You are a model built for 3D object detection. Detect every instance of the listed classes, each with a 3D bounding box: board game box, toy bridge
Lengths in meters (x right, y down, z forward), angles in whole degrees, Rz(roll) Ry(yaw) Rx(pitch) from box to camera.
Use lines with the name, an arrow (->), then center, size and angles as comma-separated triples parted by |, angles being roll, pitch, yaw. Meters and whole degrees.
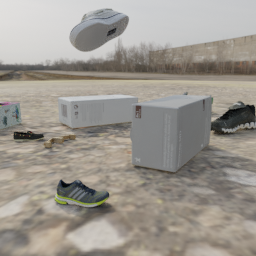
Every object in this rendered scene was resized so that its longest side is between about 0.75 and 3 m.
board game box -> -5.667, -0.387, 10.269 | 2.106, 0.917, 2.854 | 2, 13, 12
toy bridge -> -2.129, 0.369, 8.518 | 0.399, 0.161, 1.186 | 4, 13, 31

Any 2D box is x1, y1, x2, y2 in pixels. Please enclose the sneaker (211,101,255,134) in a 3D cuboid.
sneaker -> 3.760, -0.423, 10.020 | 2.352, 1.064, 0.782 | -7, 13, -30

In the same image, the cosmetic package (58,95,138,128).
cosmetic package -> -1.202, -0.758, 11.543 | 2.970, 1.058, 1.506 | -7, 14, -30

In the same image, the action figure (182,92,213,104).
action figure -> 2.907, -1.329, 14.386 | 2.615, 0.715, 1.545 | -1, -23, 5

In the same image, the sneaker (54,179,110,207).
sneaker -> -0.785, 1.081, 4.718 | 0.952, 0.385, 0.352 | 1, 12, 6

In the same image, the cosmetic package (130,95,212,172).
cosmetic package -> 1.225, -0.026, 7.231 | 1.267, 1.501, 2.811 | 6, 15, 27

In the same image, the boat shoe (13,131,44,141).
boat shoe -> -3.133, 0.240, 8.845 | 0.929, 0.291, 0.340 | -1, 12, -11

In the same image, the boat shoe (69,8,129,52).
boat shoe -> -1.082, -3.448, 9.392 | 0.972, 1.065, 2.958 | 35, 47, 12
